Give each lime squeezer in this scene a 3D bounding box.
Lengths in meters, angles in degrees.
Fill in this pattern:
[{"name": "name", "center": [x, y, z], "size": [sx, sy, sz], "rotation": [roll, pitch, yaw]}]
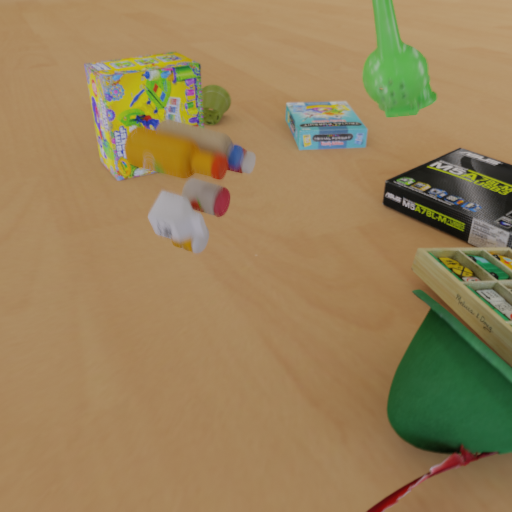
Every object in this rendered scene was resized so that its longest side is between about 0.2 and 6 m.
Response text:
[{"name": "lime squeezer", "center": [1.510, -2.060, 6.065], "size": [0.666, 1.248, 3.533], "rotation": [-19, -15, 22]}]

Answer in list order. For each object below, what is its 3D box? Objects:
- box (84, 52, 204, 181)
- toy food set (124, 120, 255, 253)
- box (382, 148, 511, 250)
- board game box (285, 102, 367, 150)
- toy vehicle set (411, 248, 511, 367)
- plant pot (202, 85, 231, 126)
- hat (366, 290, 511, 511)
[{"name": "box", "center": [-2.238, -2.916, 11.569], "size": [2.014, 2.091, 1.276], "rotation": [-17, 36, -25]}, {"name": "toy food set", "center": [-0.439, -0.579, 4.875], "size": [0.764, 1.698, 0.810], "rotation": [17, 63, 15]}, {"name": "box", "center": [4.024, -1.062, 10.040], "size": [2.458, 0.605, 2.545], "rotation": [-26, 41, -31]}, {"name": "board game box", "center": [1.635, -3.180, 13.510], "size": [1.563, 0.486, 2.070], "rotation": [-3, 32, -5]}, {"name": "toy vehicle set", "center": [3.447, 0.701, 7.195], "size": [1.677, 0.358, 2.700], "rotation": [-1, 31, -22]}, {"name": "plant pot", "center": [-1.116, -3.747, 14.234], "size": [0.869, 0.869, 0.825], "rotation": [2, 45, 4]}, {"name": "hat", "center": [1.642, 1.841, 5.671], "size": [2.627, 2.313, 2.176], "rotation": [35, 10, -35]}]
